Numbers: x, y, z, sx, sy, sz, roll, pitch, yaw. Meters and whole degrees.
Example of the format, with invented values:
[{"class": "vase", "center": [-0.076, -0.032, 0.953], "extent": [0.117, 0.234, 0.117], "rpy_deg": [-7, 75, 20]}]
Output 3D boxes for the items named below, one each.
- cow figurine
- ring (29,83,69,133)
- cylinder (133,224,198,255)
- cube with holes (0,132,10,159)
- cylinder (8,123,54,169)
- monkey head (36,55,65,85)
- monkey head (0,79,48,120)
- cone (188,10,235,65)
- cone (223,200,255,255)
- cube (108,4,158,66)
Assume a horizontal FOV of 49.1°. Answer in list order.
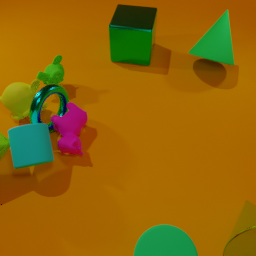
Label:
[{"class": "cow figurine", "center": [-1.431, 0.048, 7.362], "extent": [1.267, 0.707, 1.288], "rpy_deg": [33, 63, 20]}, {"class": "ring", "center": [-2.080, -0.508, 7.514], "extent": [0.279, 1.397, 1.397], "rpy_deg": [20, 55, 23]}, {"class": "cylinder", "center": [0.655, 2.423, 5.218], "extent": [1.108, 1.108, 1.108], "rpy_deg": [0, 66, 1]}, {"class": "cube with holes", "center": [-3.564, 0.468, 6.533], "extent": [1.011, 1.011, 1.011], "rpy_deg": [38, 90, -3]}, {"class": "cylinder", "center": [-2.285, 0.429, 6.618], "extent": [0.909, 0.909, 0.909], "rpy_deg": [-11, 84, -9]}, {"class": "monkey head", "center": [-2.366, -1.641, 8.506], "extent": [0.862, 1.199, 0.722], "rpy_deg": [10, 43, -37]}, {"class": "monkey head", "center": [-2.859, -0.805, 7.829], "extent": [1.634, 0.985, 1.176], "rpy_deg": [-16, 7, 28]}, {"class": "cone", "center": [2.887, -2.951, 8.891], "extent": [1.532, 1.538, 1.532], "rpy_deg": [13, 20, -5]}, {"class": "cone", "center": [2.702, 2.065, 5.902], "extent": [1.627, 1.627, 1.634], "rpy_deg": [7, 26, 5]}, {"class": "cube", "center": [0.194, -3.175, 9.576], "extent": [1.400, 1.400, 1.400], "rpy_deg": [8, 53, 7]}]
